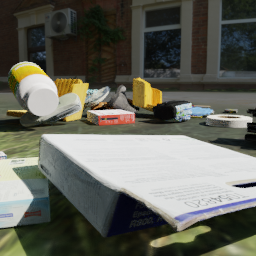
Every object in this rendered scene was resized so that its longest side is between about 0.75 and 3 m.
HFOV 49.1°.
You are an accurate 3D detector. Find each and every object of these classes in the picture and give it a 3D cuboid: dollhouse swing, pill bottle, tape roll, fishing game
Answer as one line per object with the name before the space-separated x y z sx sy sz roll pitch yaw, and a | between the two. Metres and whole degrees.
dollhouse swing | -3.620 -1.349 12.264 2.584 2.349 2.272 8 -8 37
pill bottle | -3.353 -1.370 9.977 1.377 1.377 2.480 -6 29 -31
tape roll | 3.918 -0.277 10.906 1.694 0.309 1.694 1 10 0
fishing game | 3.312 -0.749 13.743 1.724 0.374 2.407 3 17 21
dollhouse swing | 1.432 -1.489 13.454 1.728 1.787 1.966 -3 -9 31

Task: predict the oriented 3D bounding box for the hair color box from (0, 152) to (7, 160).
hair color box | -2.801 0.656 5.393 0.805 0.243 0.402 -7 11 -35

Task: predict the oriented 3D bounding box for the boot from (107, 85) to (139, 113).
boot | -0.096 -1.226 13.573 1.426 0.756 2.166 31 32 -4

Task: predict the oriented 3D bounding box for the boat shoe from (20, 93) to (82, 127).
boat shoe | -2.847 -0.500 10.602 2.341 0.834 0.817 -23 48 -4

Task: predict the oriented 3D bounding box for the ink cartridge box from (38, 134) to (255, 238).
ink cartridge box | 0.658 0.617 3.621 2.907 0.591 2.913 2 8 -32

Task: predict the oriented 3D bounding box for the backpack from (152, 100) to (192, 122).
backpack | 1.994 -0.717 11.707 1.496 1.150 1.221 -29 17 -36

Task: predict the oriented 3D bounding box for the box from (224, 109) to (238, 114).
box | 5.609 -0.916 15.231 0.607 0.168 0.757 5 10 26

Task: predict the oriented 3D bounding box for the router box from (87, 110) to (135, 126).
router box | -0.747 -0.466 11.679 1.543 0.420 1.719 -4 10 -22

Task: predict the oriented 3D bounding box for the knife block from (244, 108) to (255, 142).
knife block | 4.329 0.208 6.991 0.856 2.350 2.677 -12 60 -47

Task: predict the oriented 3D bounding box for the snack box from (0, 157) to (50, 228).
snack box | -1.687 0.825 4.006 1.106 0.353 1.904 -3 10 -15

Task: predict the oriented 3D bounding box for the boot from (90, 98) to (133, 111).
boot | -0.715 -0.989 13.583 2.202 0.844 1.710 -1 9 -5

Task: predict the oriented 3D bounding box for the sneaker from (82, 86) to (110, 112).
sneaker | -1.964 -1.440 13.204 2.328 1.005 0.903 -28 19 9
